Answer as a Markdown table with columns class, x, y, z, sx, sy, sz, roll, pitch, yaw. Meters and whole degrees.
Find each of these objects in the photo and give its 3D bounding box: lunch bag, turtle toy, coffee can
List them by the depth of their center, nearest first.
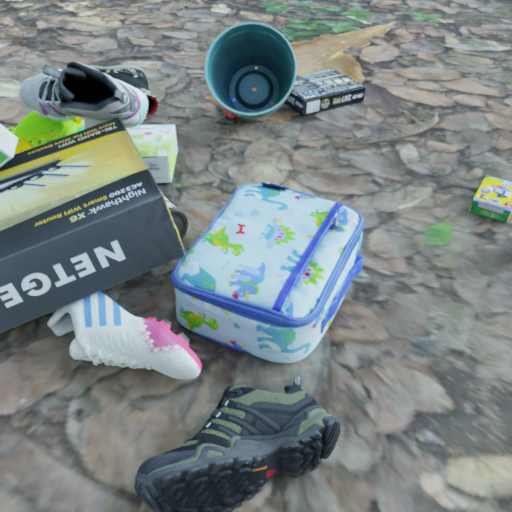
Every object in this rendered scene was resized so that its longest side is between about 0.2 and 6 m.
| class | x | y | z | sx | sy | sz | roll | pitch | yaw |
| --- | --- | --- | --- | --- | --- | --- | --- | --- | --- |
| lunch bag | 0.323 | 0.134 | 9.105 | 2.491 | 1.277 | 3.098 | 19 | 44 | 19 |
| coffee can | -1.916 | -0.741 | 10.521 | 0.822 | 0.822 | 1.123 | -24 | 44 | -27 |
| turtle toy | -4.291 | -2.413 | 12.119 | 2.592 | 1.310 | 1.889 | 30 | 71 | 38 |

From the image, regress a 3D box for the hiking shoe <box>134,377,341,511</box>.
| class | x | y | z | sx | sy | sz | roll | pitch | yaw |
| --- | --- | --- | --- | --- | --- | --- | --- | --- | --- |
| hiking shoe | -0.301 | 2.265 | 6.868 | 2.547 | 0.965 | 1.282 | -9 | 30 | -25 |

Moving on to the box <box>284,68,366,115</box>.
| class | x | y | z | sx | sy | sz | roll | pitch | yaw |
| --- | --- | --- | --- | --- | --- | --- | --- | --- | --- |
| box | 1.739 | -4.596 | 15.568 | 2.034 | 0.499 | 1.639 | -20 | 44 | -23 |

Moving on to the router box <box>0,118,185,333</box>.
| class | x | y | z | sx | sy | sz | roll | pitch | yaw |
| --- | --- | --- | --- | --- | --- | --- | --- | --- | --- |
| router box | -3.793 | -0.449 | 9.030 | 4.485 | 1.171 | 3.526 | -24 | 38 | -11 |

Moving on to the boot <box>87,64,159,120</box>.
| class | x | y | z | sx | sy | sz | roll | pitch | yaw |
| --- | --- | --- | --- | --- | --- | --- | --- | --- | --- |
| boot | -3.996 | -4.234 | 14.763 | 2.684 | 0.969 | 2.027 | -15 | 44 | -18 |

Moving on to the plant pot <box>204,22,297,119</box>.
| class | x | y | z | sx | sy | sz | roll | pitch | yaw |
| --- | --- | --- | --- | --- | --- | --- | --- | --- | --- |
| plant pot | -0.108 | -4.273 | 13.635 | 2.094 | 2.094 | 1.968 | 1 | 2 | 1 |

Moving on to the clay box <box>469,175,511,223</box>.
| class | x | y | z | sx | sy | sz | roll | pitch | yaw |
| --- | --- | --- | --- | --- | --- | --- | --- | --- | --- |
| clay box | 4.961 | -1.233 | 11.532 | 0.767 | 0.318 | 1.336 | 21 | 44 | 23 |

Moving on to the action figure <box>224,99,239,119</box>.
| class | x | y | z | sx | sy | sz | roll | pitch | yaw |
| --- | --- | --- | --- | --- | --- | --- | --- | --- | --- |
| action figure | -0.539 | -4.286 | 14.957 | 0.565 | 0.856 | 1.730 | 4 | 42 | 5 |

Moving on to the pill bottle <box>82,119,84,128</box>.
| class | x | y | z | sx | sy | sz | roll | pitch | yaw |
| --- | --- | --- | --- | --- | --- | --- | --- | --- | --- |
| pill bottle | -4.858 | -3.378 | 13.992 | 1.027 | 0.576 | 0.576 | 19 | 43 | 22 |

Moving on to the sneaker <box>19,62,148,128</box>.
| class | x | y | z | sx | sy | sz | roll | pitch | yaw |
| --- | --- | --- | --- | --- | --- | --- | --- | --- | --- |
| sneaker | -3.595 | -3.177 | 10.522 | 2.741 | 1.065 | 1.917 | 7 | 1 | 11 |

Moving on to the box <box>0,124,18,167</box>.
| class | x | y | z | sx | sy | sz | roll | pitch | yaw |
| --- | --- | --- | --- | --- | --- | --- | --- | --- | --- |
| box | -4.435 | -1.797 | 9.307 | 0.651 | 0.560 | 0.654 | -32 | 40 | 16 |

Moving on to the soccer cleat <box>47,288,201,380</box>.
| class | x | y | z | sx | sy | sz | roll | pitch | yaw |
| --- | --- | --- | --- | --- | --- | --- | --- | --- | --- |
| soccer cleat | -1.951 | 1.290 | 8.088 | 2.612 | 0.913 | 1.128 | 25 | 56 | 33 |

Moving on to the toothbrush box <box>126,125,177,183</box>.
| class | x | y | z | sx | sy | sz | roll | pitch | yaw |
| --- | --- | --- | --- | --- | --- | --- | --- | --- | --- |
| toothbrush box | -2.436 | -2.294 | 12.529 | 1.182 | 0.699 | 1.623 | -1 | 36 | 0 |
